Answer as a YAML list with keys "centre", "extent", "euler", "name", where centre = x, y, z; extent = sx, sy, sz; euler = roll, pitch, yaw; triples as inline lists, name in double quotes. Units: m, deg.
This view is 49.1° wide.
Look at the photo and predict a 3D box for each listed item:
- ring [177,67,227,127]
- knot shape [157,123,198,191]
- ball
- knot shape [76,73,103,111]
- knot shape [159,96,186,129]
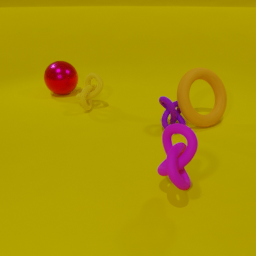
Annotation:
- centre: [2.027, -0.841, 7.608]
  extent: [1.622, 1.622, 0.324]
  euler: [-13, 2, -26]
  name: "ring"
- centre: [0.801, 0.413, 4.567]
  extent: [0.487, 0.986, 1.053]
  euler: [5, 15, -4]
  name: "knot shape"
- centre: [-2.364, -1.774, 9.930]
  extent: [1.198, 1.198, 1.198]
  euler: [0, 26, 0]
  name: "ball"
- centre: [-1.164, -1.180, 8.672]
  extent: [0.538, 1.089, 1.164]
  euler: [26, 23, -19]
  name: "knot shape"
- centre: [1.229, -0.398, 7.552]
  extent: [0.487, 1.054, 0.987]
  euler: [-18, 1, 31]
  name: "knot shape"
